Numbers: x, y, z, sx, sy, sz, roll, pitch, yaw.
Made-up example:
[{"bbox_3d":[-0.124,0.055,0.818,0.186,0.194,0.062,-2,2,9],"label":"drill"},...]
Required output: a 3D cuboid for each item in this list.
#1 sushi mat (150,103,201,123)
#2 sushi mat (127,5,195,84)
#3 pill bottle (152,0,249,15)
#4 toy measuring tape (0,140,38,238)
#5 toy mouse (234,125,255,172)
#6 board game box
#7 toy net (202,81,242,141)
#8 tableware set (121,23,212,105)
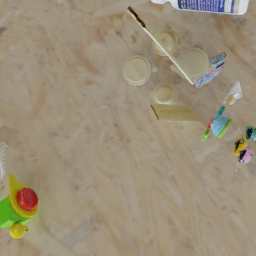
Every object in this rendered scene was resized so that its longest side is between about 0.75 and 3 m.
[{"bbox_3d":[1.347,-0.418,7.865,1.425,0.086,0.682,2,44,-24],"label":"sushi mat"},{"bbox_3d":[0.839,-1.907,6.642,0.136,2.245,1.074,-41,45,16],"label":"sushi mat"},{"bbox_3d":[2.100,-4.189,8.021,2.757,1.595,1.595,13,72,18],"label":"pill bottle"},{"bbox_3d":[-2.912,1.561,7.344,1.007,1.007,2.737,-19,53,-6],"label":"toy measuring tape"},{"bbox_3d":[3.168,0.446,7.346,0.274,1.258,1.415,20,71,1],"label":"toy mouse"},{"bbox_3d":[2.444,-1.757,8.228,1.021,1.021,0.315,-29,66,-8],"label":"board game box"},{"bbox_3d":[2.765,-0.473,7.889,0.394,1.070,2.040,32,62,11],"label":"toy net"},{"bbox_3d":[1.054,-1.747,8.127,2.358,0.274,1.970,-44,79,18],"label":"tableware set"}]
